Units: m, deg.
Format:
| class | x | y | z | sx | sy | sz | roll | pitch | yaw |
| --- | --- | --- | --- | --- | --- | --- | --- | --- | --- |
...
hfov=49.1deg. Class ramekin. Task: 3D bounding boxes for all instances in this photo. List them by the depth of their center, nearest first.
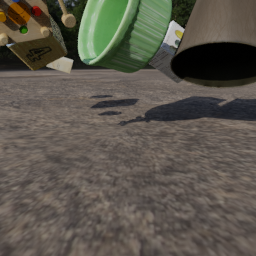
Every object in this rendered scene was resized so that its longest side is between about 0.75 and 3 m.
| class | x | y | z | sx | sy | sz | roll | pitch | yaw |
| --- | --- | --- | --- | --- | --- | --- | --- | --- | --- |
| ramekin | -0.106 | -2.668 | 7.045 | 1.276 | 2.613 | 2.613 | 14 | 5 | -33 |

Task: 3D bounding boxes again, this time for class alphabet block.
| class | x | y | z | sx | sy | sz | roll | pitch | yaw |
| --- | --- | --- | --- | --- | --- | --- | --- | --- | --- |
| alphabet block | -2.984 | -2.953 | 9.009 | 1.382 | 1.374 | 1.407 | -23 | -24 | 6 |

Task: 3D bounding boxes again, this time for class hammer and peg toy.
| class | x | y | z | sx | sy | sz | roll | pitch | yaw |
| --- | --- | --- | --- | --- | --- | --- | --- | --- | --- |
| hammer and peg toy | -1.844 | -2.262 | 5.317 | 1.543 | 1.135 | 0.544 | -17 | 39 | -15 |

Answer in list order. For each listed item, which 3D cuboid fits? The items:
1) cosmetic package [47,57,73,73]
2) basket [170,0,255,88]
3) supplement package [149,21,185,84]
| class | x | y | z | sx | sy | sz | roll | pitch | yaw |
| --- | --- | --- | --- | --- | --- | --- | --- | --- | --- |
| cosmetic package | -3.075 | -2.930 | 12.684 | 1.077 | 0.558 | 0.394 | 14 | 34 | -13 |
| basket | 2.651 | -2.781 | 7.550 | 2.545 | 2.823 | 1.920 | 4 | -24 | 28 |
| supplement package | 1.797 | -2.809 | 10.602 | 1.697 | 1.288 | 1.279 | 31 | -20 | -18 |
